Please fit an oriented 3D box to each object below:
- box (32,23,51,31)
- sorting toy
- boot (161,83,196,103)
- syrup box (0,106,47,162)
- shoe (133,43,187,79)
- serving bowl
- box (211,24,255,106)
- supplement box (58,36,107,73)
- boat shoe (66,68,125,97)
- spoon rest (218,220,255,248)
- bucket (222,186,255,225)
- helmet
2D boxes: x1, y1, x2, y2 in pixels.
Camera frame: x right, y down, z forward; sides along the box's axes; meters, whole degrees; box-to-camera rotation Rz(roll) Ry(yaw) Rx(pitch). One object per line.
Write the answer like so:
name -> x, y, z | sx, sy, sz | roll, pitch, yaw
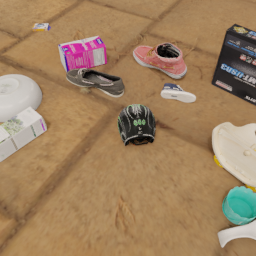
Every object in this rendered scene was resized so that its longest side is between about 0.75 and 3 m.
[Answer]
box -> -4.729, -5.528, 15.373 | 0.914, 0.190, 0.544 | -3, 49, 0
sorting toy -> 4.363, 0.729, 9.386 | 2.279, 1.352, 2.532 | -28, 53, -31
boot -> 2.138, -1.527, 11.690 | 1.453, 0.529, 0.656 | 13, 56, 12
syrup box -> -4.009, 0.186, 10.029 | 0.793, 0.820, 2.015 | 35, 58, 26
shoe -> 1.298, -3.295, 12.442 | 2.901, 1.319, 1.036 | 33, 77, 30
serving bowl -> -4.842, -1.403, 11.409 | 2.490, 0.819, 2.490 | 0, 50, 0
box -> 4.834, -2.297, 10.947 | 2.697, 2.677, 0.670 | 35, 56, 25
supplement box -> -2.074, -3.416, 13.013 | 1.985, 1.026, 1.005 | -18, 51, -17
boat shoe -> -1.429, -2.183, 12.070 | 2.863, 0.816, 0.957 | 21, 52, 17
spoon rest -> 3.602, 2.961, 7.790 | 2.036, 0.617, 1.012 | -5, 49, -3
bucket -> 3.338, 2.328, 8.295 | 1.028, 0.669, 1.028 | 0, 49, 0
helmet -> 0.302, -0.156, 10.025 | 1.504, 1.504, 1.434 | -6, 67, -5
